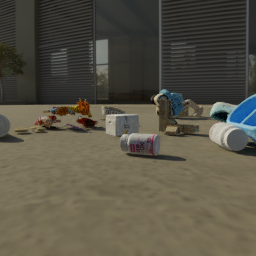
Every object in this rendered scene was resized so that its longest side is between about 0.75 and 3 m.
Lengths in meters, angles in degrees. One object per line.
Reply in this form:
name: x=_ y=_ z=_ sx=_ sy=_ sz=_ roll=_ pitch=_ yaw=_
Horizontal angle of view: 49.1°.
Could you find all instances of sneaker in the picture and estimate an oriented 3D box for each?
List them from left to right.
sneaker: x=4.846 y=-0.430 z=12.272 sx=2.524 sy=0.933 sz=1.034 roll=10 pitch=40 yaw=32

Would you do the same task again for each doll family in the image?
doll family: x=-2.408 y=-0.624 z=11.192 sx=2.583 sy=1.164 sz=1.603 roll=0 pitch=6 yaw=-24

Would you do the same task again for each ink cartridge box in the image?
ink cartridge box: x=-0.196 y=-0.115 z=9.174 sx=0.901 sy=0.652 sz=0.663 roll=-4 pitch=7 yaw=-34

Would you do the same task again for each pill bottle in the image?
pill bottle: x=0.258 y=0.341 z=5.951 sx=0.781 sy=0.442 sz=0.442 roll=2 pitch=6 yaw=21
pill bottle: x=2.363 y=0.200 z=6.598 sx=0.585 sy=0.585 sz=1.032 roll=0 pitch=7 yaw=-2

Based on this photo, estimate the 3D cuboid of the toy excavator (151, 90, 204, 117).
toy excavator: x=3.099 y=-1.408 z=17.068 sx=2.626 sy=2.553 sz=1.311 roll=-30 pitch=12 yaw=-10

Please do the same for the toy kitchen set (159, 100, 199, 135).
toy kitchen set: x=1.566 y=-0.371 z=9.248 sx=1.261 sy=1.137 sz=1.029 roll=3 pitch=6 yaw=34

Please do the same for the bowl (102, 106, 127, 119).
bowl: x=-0.689 y=-0.525 z=12.679 sx=1.204 sy=0.565 sz=1.204 roll=14 pitch=-12 yaw=3

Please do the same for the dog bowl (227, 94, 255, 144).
dog bowl: x=3.243 y=-0.236 z=6.633 sx=1.439 sy=0.640 sz=2.582 roll=-43 pitch=6 yaw=3

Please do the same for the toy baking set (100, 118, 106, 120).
toy baking set: x=-1.109 y=-0.476 z=15.144 sx=0.791 sy=0.092 sz=0.607 roll=5 pitch=8 yaw=40

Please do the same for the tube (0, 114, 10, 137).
tube: x=-4.602 y=-0.092 z=9.239 sx=0.786 sy=0.703 sz=2.708 roll=41 pitch=-22 yaw=-29

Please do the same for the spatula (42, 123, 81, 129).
spatula: x=-2.570 y=-0.052 z=10.735 sx=1.643 sy=0.169 sz=0.464 roll=-1 pitch=-14 yaw=15

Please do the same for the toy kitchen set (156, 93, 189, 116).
toy kitchen set: x=3.006 y=-1.613 z=19.121 sx=1.828 sy=1.492 sz=1.649 roll=-1 pitch=6 yaw=-9

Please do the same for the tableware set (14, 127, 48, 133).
tableware set: x=-3.471 y=0.065 z=9.923 sx=1.073 sy=0.149 sz=1.285 roll=-2 pitch=5 yaw=-25
